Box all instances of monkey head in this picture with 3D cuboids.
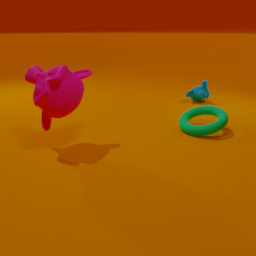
[{"bbox_3d":[-1.843,-0.964,7.021,1.404,1.952,1.176,32,-7,33],"label":"monkey head"},{"bbox_3d":[2.880,-1.522,11.308,0.726,0.866,1.204,16,26,42],"label":"monkey head"}]

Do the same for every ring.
[{"bbox_3d":[2.232,-0.242,8.342,1.440,0.288,1.440,-13,30,7],"label":"ring"}]
